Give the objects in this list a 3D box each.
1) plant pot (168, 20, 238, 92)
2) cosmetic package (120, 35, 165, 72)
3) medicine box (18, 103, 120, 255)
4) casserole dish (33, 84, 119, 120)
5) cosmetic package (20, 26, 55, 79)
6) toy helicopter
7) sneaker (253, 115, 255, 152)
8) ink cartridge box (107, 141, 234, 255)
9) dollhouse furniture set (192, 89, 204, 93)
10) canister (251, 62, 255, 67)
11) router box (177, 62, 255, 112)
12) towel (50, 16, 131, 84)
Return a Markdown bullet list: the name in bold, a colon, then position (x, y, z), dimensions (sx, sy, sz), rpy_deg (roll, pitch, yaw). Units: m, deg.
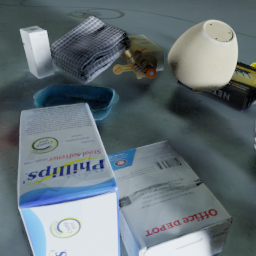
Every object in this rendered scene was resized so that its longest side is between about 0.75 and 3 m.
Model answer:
- **plant pot**: position (2.568, -2.511, 8.969), dimensions (2.247, 1.508, 2.247), rpy_deg (5, 58, -9)
- **cosmetic package**: position (0.558, -3.484, 12.979), dimensions (1.372, 0.927, 2.607), rpy_deg (-12, 36, -17)
- **medicine box**: position (-1.031, 1.126, 4.902), dimensions (1.264, 2.238, 2.457), rpy_deg (-10, 35, -14)
- **casserole dish**: position (-1.715, -0.853, 9.402), dimensions (2.841, 0.551, 1.721), rpy_deg (3, 34, 6)
- **cosmetic package**: position (-3.734, -3.130, 11.602), dimensions (0.762, 1.879, 1.060), rpy_deg (-23, 38, -30)
- **toy helicopter**: position (0.266, -2.594, 11.410), dimensions (1.838, 1.216, 0.725), rpy_deg (-8, 20, 0)
- **sneaker**: position (4.250, -0.201, 7.692), dimensions (1.124, 1.094, 2.823), rpy_deg (16, 35, 43)
- **ink cartridge box**: position (0.562, 1.447, 5.546), dimensions (1.717, 0.991, 2.366), rpy_deg (-12, 36, -17)
- **dollhouse furniture set**: position (2.253, -1.891, 9.870), dimensions (1.204, 1.362, 0.757), rpy_deg (4, 1, 44)
- **canister**: position (5.699, -2.452, 11.942), dimensions (0.661, 0.385, 0.890), rpy_deg (2, 35, 3)
- **router box**: position (3.741, -1.825, 10.623), dimensions (2.306, 0.766, 2.933), rpy_deg (-25, 41, -32)
- **towel**: position (-1.620, -3.410, 11.890), dimensions (2.431, 1.257, 2.936), rpy_deg (31, 65, 37)
